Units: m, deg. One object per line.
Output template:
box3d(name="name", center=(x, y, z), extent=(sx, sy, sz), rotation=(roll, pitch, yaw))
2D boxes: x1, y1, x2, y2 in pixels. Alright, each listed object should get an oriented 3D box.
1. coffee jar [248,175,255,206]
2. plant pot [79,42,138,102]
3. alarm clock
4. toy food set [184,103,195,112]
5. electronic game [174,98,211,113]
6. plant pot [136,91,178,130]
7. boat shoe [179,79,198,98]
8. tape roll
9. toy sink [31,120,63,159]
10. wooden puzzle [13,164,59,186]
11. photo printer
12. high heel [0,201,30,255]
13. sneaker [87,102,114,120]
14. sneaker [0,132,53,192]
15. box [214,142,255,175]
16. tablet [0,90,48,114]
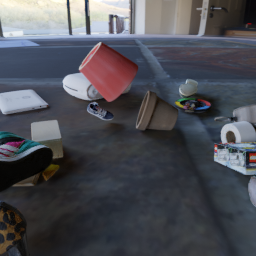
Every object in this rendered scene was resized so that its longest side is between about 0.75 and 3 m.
box3d(name="coffee jar", center=(3.687, 1.423, 6.179), extent=(1.743, 0.744, 0.909), rotation=(-1, 7, -1))
box3d(name="plant pot", center=(-0.758, -2.043, 9.864), extent=(1.534, 1.734, 1.734), rotation=(37, 13, -21))
box3d(name="alarm clock", center=(4.237, -0.289, 9.364), extent=(2.674, 0.890, 1.804), rotation=(0, -9, 0))
box3d(name="toy food set", center=(2.581, -0.905, 11.792), extent=(0.503, 0.125, 0.791), rotation=(3, 27, 9))
box3d(name="electronic game", center=(2.862, -1.035, 12.421), extent=(1.621, 0.337, 1.621), rotation=(0, 23, 0))
box3d(name="plant pot", center=(1.087, -0.469, 10.132), extent=(1.264, 1.450, 1.450), rotation=(19, 23, -5))
box3d(name="boat shoe", center=(2.960, -1.798, 13.842), extent=(0.823, 0.698, 2.261), rotation=(24, 30, 11))
box3d(name="tape roll", center=(3.440, 0.261, 8.745), extent=(0.613, 0.893, 0.893), rotation=(-9, 25, -19))
box3d(name="toy sink", center=(-2.521, 0.379, 8.704), extent=(0.837, 0.719, 1.284), rotation=(-8, 30, -18))
box3d(name="wooden puzzle", center=(-2.819, 1.260, 7.347), extent=(1.786, 0.209, 1.205), rotation=(2, 20, 4))
box3d(name="photo printer", center=(-1.686, -2.245, 14.341), extent=(2.915, 1.012, 2.425), rotation=(-18, 29, -37))
box3d(name="high heel", center=(-2.631, 1.877, 4.122), extent=(2.247, 1.602, 0.802), rotation=(-8, 25, -18))
box3d(name="sneaker", center=(-1.052, -0.644, 10.778), extent=(1.095, 0.384, 0.594), rotation=(20, -18, -1))
box3d(name="sneaker", center=(-3.268, 0.757, 6.891), extent=(1.474, 1.021, 2.441), rotation=(19, 20, 32))
box3d(name="box", center=(4.028, 0.709, 7.267), extent=(2.967, 0.592, 2.031), rotation=(-1, 2, -3))
box3d(name="tablet", center=(-5.130, -1.324, 13.275), extent=(1.948, 0.204, 2.993), rotation=(-13, 27, -28))
